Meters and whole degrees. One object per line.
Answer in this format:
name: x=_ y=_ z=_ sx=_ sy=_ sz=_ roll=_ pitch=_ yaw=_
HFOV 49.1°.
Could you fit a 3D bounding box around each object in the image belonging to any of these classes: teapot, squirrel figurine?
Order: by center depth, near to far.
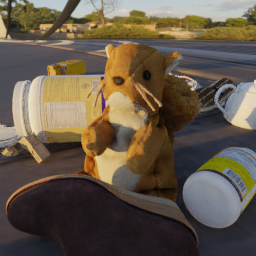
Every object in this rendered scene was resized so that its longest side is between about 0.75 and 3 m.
squirrel figurine: x=0.218 y=-0.234 z=5.384 sx=2.078 sy=2.741 sz=2.937 roll=11 pitch=24 yaw=25
teapot: x=3.957 y=-0.834 z=8.838 sx=1.842 sy=1.363 sz=1.867 roll=17 pitch=28 yaw=38

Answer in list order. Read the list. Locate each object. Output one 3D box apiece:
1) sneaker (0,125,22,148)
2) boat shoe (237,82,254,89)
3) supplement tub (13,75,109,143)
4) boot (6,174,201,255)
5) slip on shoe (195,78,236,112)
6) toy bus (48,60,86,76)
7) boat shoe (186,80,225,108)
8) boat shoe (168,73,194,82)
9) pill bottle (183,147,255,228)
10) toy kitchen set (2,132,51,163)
sneaker: x=-3.500 y=0.127 z=7.224 sx=0.717 sy=0.695 sz=1.963 roll=17 pitch=22 yaw=34
boat shoe: x=6.164 y=-1.999 z=12.627 sx=2.345 sy=0.766 sz=0.863 roll=2 pitch=21 yaw=4
supplement tub: x=-1.554 y=-0.501 z=7.392 sx=2.447 sy=1.779 sz=1.779 roll=-2 pitch=21 yaw=-5
boot: x=-0.453 y=1.517 z=3.320 sx=2.733 sy=0.989 sz=2.273 roll=4 pitch=20 yaw=0
slip on shoe: x=2.760 y=-1.024 z=9.554 sx=2.302 sy=0.697 sz=0.875 roll=-31 pitch=69 yaw=-32
toy bus: x=-3.416 y=-3.251 z=15.751 sx=1.020 sy=0.848 sz=2.606 roll=8 pitch=22 yaw=17
boat shoe: x=2.318 y=-1.396 z=10.824 sx=2.789 sy=0.912 sz=1.026 roll=11 pitch=27 yaw=23
boat shoe: x=1.997 y=-1.839 z=12.116 sx=2.504 sy=0.891 sz=0.783 roll=28 pitch=65 yaw=25
pill bottle: x=1.753 y=0.919 z=4.904 sx=0.942 sy=0.942 sz=1.724 roll=17 pitch=25 yaw=36
toy kitchen set: x=-2.427 y=0.639 z=6.576 sx=0.783 sy=0.707 sz=0.639 roll=-34 pitch=4 yaw=36
